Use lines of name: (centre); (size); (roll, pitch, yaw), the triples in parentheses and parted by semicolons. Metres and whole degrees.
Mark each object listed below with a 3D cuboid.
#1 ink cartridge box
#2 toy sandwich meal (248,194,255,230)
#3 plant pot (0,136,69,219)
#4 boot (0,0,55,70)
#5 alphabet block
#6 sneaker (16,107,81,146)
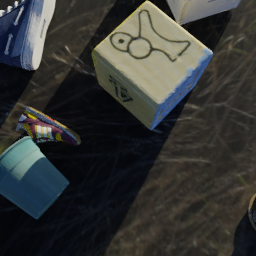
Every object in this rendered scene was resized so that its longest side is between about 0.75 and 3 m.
ink cartridge box: (1.898, -4.614, 8.014); (2.000, 1.149, 2.756); (-20, 77, -5)
toy sandwich meal: (3.534, 2.010, 6.711); (1.296, 0.444, 1.296); (0, 76, 0)
plant pot: (-2.253, 1.215, 6.479); (1.445, 1.475, 1.475); (41, 79, 2)
boot: (-2.906, -3.119, 7.659); (1.352, 1.089, 2.993); (11, 77, -3)
alphabet block: (0.525, -1.400, 6.813); (1.957, 1.922, 1.912); (43, 78, 10)
sneaker: (-2.025, 0.155, 7.146); (1.704, 0.638, 0.768); (29, 86, 13)
